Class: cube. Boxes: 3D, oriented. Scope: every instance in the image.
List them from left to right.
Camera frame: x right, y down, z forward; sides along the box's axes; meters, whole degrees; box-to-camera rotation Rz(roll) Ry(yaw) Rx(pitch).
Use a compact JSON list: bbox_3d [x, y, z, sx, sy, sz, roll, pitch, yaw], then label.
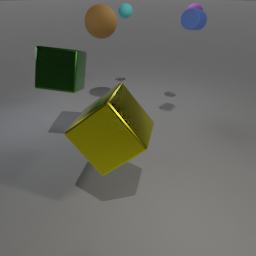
[{"bbox_3d":[-2.332,-2.076,9.879,1.400,1.400,1.400,7,14,3],"label":"cube"},{"bbox_3d":[-0.385,0.005,6.820,1.400,1.400,1.400,-33,15,25],"label":"cube"}]

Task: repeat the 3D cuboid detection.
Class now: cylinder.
[{"bbox_3d":[2.331,-3.824,9.881,0.700,0.700,0.700,19,25,31],"label":"cylinder"}]

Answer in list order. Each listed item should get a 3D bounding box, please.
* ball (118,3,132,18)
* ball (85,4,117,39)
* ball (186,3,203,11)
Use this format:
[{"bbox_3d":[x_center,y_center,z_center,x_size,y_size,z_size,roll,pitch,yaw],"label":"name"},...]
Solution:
[{"bbox_3d":[-0.129,-5.809,13.886,0.700,0.700,0.700,0,28,0],"label":"ball"},{"bbox_3d":[-1.174,-4.599,12.122,1.400,1.400,1.400,0,28,0],"label":"ball"},{"bbox_3d":[2.698,-4.680,11.373,0.700,0.700,0.700,0,28,0],"label":"ball"}]
